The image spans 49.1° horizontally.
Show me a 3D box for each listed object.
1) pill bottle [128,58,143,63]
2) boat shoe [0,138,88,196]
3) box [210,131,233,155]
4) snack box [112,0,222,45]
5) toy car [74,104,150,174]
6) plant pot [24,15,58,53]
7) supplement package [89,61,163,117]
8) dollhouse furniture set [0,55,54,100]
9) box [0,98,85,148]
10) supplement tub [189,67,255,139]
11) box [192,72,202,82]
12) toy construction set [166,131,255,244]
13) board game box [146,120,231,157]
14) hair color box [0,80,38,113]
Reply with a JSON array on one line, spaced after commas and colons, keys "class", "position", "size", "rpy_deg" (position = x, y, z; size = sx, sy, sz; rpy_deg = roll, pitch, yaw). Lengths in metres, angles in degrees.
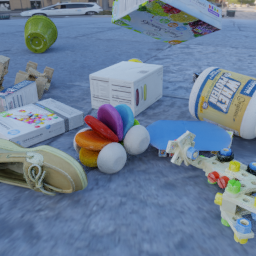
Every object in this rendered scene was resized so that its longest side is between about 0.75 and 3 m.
[{"class": "pill bottle", "position": [0.222, -2.466, 12.699], "size": [1.030, 1.030, 1.851], "rpy_deg": [3, 27, 6]}, {"class": "boat shoe", "position": [-2.178, 0.924, 5.940], "size": [2.902, 1.058, 0.913], "rpy_deg": [12, 38, 26]}, {"class": "box", "position": [2.556, 0.397, 7.614], "size": [0.445, 0.401, 0.791], "rpy_deg": [12, 29, 25]}, {"class": "snack box", "position": [1.197, -3.388, 8.486], "size": [2.801, 0.742, 1.992], "rpy_deg": [5, -3, -39]}, {"class": "toy car", "position": [-0.490, 0.087, 6.938], "size": [1.844, 1.383, 1.614], "rpy_deg": [-35, 40, -28]}, {"class": "plant pot", "position": [-6.180, -6.329, 19.452], "size": [2.347, 2.347, 2.259], "rpy_deg": [-3, 37, -6]}, {"class": "supplement package", "position": [0.018, -1.553, 10.510], "size": [1.837, 1.308, 2.359], "rpy_deg": [14, 31, 27]}, {"class": "dollhouse furniture set", "position": [-4.482, -1.909, 11.797], "size": [2.241, 1.459, 2.059], "rpy_deg": [17, 24, -13]}, {"class": "box", "position": [-2.917, -0.190, 8.705], "size": [1.921, 0.507, 2.464], "rpy_deg": [23, 35, 38]}, {"class": "supplement tub", "position": [3.209, -0.706, 8.238], "size": [2.370, 1.714, 1.714], "rpy_deg": [26, 36, 34]}, {"class": "box", "position": [3.892, -2.166, 12.780], "size": [1.277, 0.403, 1.619], "rpy_deg": [-6, 26, -13]}, {"class": "toy construction set", "position": [1.908, 1.023, 5.712], "size": [1.620, 1.138, 2.470], "rpy_deg": [-16, 41, -28]}, {"class": "board game box", "position": [1.581, 0.345, 7.679], "size": [2.289, 0.446, 1.808], "rpy_deg": [1, 25, 3]}, {"class": "hair color box", "position": [-3.943, -1.038, 9.985], "size": [0.526, 0.868, 1.737], "rpy_deg": [7, 27, 14]}]
